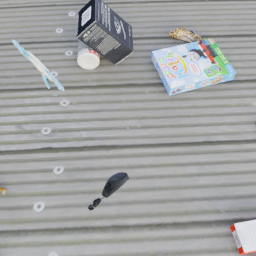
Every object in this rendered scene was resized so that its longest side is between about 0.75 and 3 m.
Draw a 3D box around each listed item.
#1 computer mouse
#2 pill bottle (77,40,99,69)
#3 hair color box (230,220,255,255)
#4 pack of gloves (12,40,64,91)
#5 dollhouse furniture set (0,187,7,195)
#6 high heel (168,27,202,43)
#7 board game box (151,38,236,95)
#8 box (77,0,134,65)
[{"bbox_3d":[-0.668,1.817,8.003,0.381,2.237,0.656,48,41,6],"label":"computer mouse"},{"bbox_3d":[-1.746,-3.540,12.523,0.955,0.955,1.677,-2,59,-1],"label":"pill bottle"},{"bbox_3d":[4.056,3.273,8.587,1.531,0.489,0.849,-9,58,-4],"label":"hair color box"},{"bbox_3d":[-3.076,-1.989,9.405,0.402,1.712,2.038,-45,67,2],"label":"pack of gloves"},{"bbox_3d":[-4.572,1.899,9.432,0.919,0.495,0.374,12,59,8],"label":"dollhouse furniture set"},{"bbox_3d":[2.703,-4.256,13.195,1.499,0.535,1.069,-7,52,-15],"label":"high heel"},{"bbox_3d":[2.797,-2.740,12.271,2.984,0.546,2.257,-15,60,-9],"label":"board game box"},{"bbox_3d":[-0.937,-4.129,12.054,1.192,2.286,1.692,-28,50,34],"label":"box"}]
